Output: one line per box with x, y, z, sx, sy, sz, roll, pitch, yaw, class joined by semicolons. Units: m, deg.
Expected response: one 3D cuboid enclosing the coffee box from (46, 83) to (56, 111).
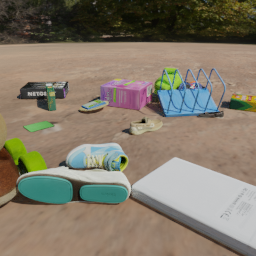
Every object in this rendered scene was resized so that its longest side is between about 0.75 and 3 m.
-3.617;-1.468;13.080;0.341;0.955;1.553;-6;24;-18;coffee box

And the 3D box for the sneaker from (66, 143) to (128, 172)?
-0.764;0.872;7.571;1.675;0.666;1.093;-11;23;-24;sneaker

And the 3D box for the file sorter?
2.668;-1.601;12.027;2.397;1.471;1.664;-4;45;-8;file sorter

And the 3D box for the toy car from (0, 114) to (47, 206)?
-3.423;0.154;6.101;2.358;2.870;2.265;-23;29;-36;toy car

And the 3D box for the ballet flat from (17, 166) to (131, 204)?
-1.179;1.254;6.383;2.474;0.859;0.859;4;21;-5;ballet flat

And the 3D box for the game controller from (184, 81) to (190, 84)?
2.698;-2.328;15.783;1.377;0.556;2.640;8;23;19;game controller

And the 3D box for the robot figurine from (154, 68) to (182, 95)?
2.036;-2.206;13.992;1.073;1.628;1.855;29;45;21;robot figurine

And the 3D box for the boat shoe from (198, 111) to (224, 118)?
3.487;-0.594;11.743;1.052;0.300;0.352;2;22;4;boat shoe

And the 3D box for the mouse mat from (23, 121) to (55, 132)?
-3.432;-0.067;10.787;0.993;0.037;0.799;-19;28;-37;mouse mat

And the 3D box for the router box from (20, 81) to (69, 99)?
-4.420;-2.052;15.034;2.257;0.576;1.683;-1;22;-3;router box

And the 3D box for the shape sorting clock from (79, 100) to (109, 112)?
-1.530;-0.983;12.649;1.350;0.265;1.350;-15;20;5;shape sorting clock

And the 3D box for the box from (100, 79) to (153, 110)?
-0.038;-1.671;13.542;2.010;0.972;1.768;9;23;23;box

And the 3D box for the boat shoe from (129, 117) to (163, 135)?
0.698;-0.154;10.373;1.507;0.490;0.544;-15;26;-33;boat shoe

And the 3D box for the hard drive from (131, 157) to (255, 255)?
1.789;1.554;6.204;2.895;0.380;1.909;18;28;38;hard drive

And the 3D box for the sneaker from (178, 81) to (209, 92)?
3.236;-1.789;13.971;1.009;0.969;2.573;22;32;33;sneaker

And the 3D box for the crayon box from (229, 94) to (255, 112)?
5.703;-1.134;12.882;1.866;0.474;1.184;10;24;22;crayon box
